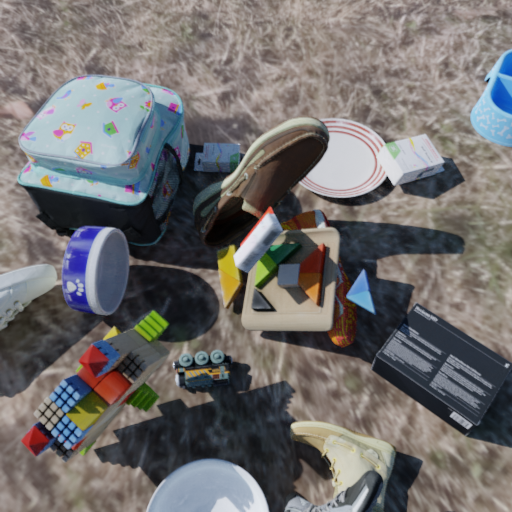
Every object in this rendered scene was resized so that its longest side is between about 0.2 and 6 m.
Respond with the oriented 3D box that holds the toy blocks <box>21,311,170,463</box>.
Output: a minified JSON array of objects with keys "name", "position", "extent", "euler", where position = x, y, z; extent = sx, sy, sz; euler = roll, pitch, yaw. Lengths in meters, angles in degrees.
[{"name":"toy blocks","position":[-2.311,2.005,7.875],"extent":[1.266,1.731,2.533],"euler":[42,99,7]}]

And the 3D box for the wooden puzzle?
[{"name":"wooden puzzle","position":[0.562,0.404,9.896],"extent":[2.943,0.344,1.986],"euler":[-10,66,23]}]

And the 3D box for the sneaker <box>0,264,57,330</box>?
[{"name":"sneaker","position":[-4.842,1.325,9.793],"extent":[3.219,1.172,1.363],"euler":[-30,85,-20]}]

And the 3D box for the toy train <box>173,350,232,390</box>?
[{"name":"toy train","position":[-0.905,1.963,9.617],"extent":[1.028,0.438,0.586],"euler":[-5,66,-4]}]

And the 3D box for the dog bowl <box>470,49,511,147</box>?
[{"name":"dog bowl","position":[6.205,-3.853,13.259],"extent":[1.652,0.734,2.963],"euler":[23,59,15]}]

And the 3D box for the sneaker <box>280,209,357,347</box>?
[{"name":"sneaker","position":[1.154,0.457,10.431],"extent":[1.103,1.043,2.858],"euler":[-23,53,13]}]

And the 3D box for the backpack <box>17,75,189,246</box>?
[{"name":"backpack","position":[-2.841,-2.152,11.152],"extent":[2.857,2.491,3.250],"euler":[9,50,12]}]

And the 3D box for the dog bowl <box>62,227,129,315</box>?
[{"name":"dog bowl","position":[-2.838,0.254,10.035],"extent":[0.614,1.559,1.559],"euler":[6,57,7]}]

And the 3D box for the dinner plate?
[{"name":"dinner plate","position":[1.780,-2.142,12.397],"extent":[2.337,0.283,2.337],"euler":[0,56,1]}]

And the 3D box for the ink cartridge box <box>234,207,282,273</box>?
[{"name":"ink cartridge box","position":[-0.029,-0.342,9.460],"extent":[0.328,0.934,1.149],"euler":[32,17,-25]}]

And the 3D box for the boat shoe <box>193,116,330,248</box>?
[{"name":"boat shoe","position":[0.099,-1.175,10.390],"extent":[1.222,3.309,1.224],"euler":[25,45,-32]}]

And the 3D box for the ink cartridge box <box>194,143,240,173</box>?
[{"name":"ink cartridge box","position":[-0.871,-2.174,12.377],"extent":[1.004,0.338,0.588],"euler":[1,57,1]}]

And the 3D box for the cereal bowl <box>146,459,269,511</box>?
[{"name":"cereal bowl","position":[-0.691,3.917,8.113],"extent":[1.769,0.737,1.769],"euler":[0,57,-1]}]

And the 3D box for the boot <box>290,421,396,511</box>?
[{"name":"boot","position":[1.223,3.339,8.603],"extent":[1.681,0.612,1.306],"euler":[15,59,7]}]

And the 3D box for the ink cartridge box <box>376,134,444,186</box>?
[{"name":"ink cartridge box","position":[3.435,-2.110,12.084],"extent":[1.419,0.478,0.831],"euler":[-18,68,-22]}]

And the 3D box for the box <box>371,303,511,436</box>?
[{"name":"box","position":[3.106,1.879,9.463],"extent":[1.860,0.734,1.313],"euler":[35,66,21]}]

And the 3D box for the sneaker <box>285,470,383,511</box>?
[{"name":"sneaker","position":[0.942,3.594,7.934],"extent":[1.082,0.703,1.873],"euler":[33,104,31]}]
